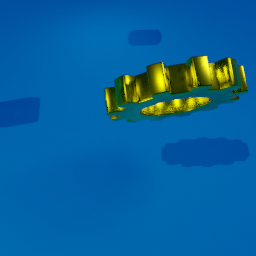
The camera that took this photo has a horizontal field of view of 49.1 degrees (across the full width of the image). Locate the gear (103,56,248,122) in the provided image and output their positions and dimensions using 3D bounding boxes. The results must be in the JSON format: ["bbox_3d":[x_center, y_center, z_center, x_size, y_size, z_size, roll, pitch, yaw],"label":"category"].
[{"bbox_3d":[0.685,-0.492,4.275,2.056,2.056,0.380,-8,82,-5],"label":"gear"}]
